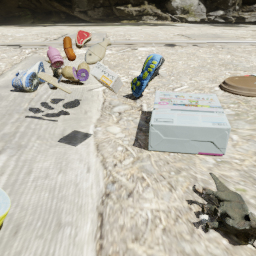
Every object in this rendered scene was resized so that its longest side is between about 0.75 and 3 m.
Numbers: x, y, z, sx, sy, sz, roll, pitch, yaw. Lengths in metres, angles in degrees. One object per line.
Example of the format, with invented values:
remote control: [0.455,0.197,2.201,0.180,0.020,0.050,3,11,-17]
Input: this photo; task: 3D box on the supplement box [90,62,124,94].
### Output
supplement box: [-0.440,-1.084,6.185,0.545,0.318,0.864,35,1,7]

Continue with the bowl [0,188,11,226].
bowl: [-2.672,1.332,3.999,1.693,0.911,1.693,20,5,-2]

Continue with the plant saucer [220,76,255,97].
plant saucer: [5.059,-1.787,11.701,2.342,0.345,2.342,1,24,0]

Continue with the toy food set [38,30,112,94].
toy food set: [-1.558,-2.146,8.169,1.454,0.360,2.287,28,63,-1]

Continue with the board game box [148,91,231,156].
board game box: [1.604,-0.253,7.789,1.896,0.826,2.570,4,26,8]

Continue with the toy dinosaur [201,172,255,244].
toy dinosaur: [1.713,1.374,4.714,0.846,0.637,1.655,10,18,-7]

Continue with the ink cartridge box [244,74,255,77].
ink cartridge box: [6.176,-2.555,13.510,0.723,0.225,0.899,-7,27,-16]

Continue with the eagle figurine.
eagle figurine: [-2.924,-2.391,12.335,1.440,1.433,1.898,-40,65,6]

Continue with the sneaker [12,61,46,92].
sneaker: [-4.280,-2.275,12.087,1.050,0.950,2.466,-3,24,3]

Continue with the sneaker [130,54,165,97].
sneaker: [0.730,-1.849,10.211,0.801,1.933,0.685,-10,57,-42]
